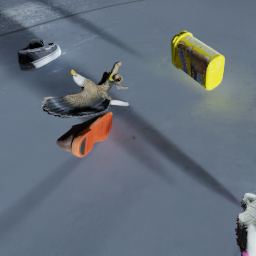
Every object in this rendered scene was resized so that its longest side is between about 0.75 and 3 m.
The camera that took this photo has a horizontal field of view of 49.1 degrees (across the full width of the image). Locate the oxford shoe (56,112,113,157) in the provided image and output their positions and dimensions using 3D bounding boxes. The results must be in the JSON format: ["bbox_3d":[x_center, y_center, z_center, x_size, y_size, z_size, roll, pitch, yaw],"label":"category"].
[{"bbox_3d":[-0.941,0.013,6.644,0.688,0.676,1.898,13,24,19],"label":"oxford shoe"}]

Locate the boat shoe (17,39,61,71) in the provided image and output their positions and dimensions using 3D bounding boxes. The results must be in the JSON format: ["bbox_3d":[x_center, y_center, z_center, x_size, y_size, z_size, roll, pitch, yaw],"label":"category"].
[{"bbox_3d":[-3.114,-2.742,9.845,0.853,0.806,2.379,2,30,16],"label":"boat shoe"}]

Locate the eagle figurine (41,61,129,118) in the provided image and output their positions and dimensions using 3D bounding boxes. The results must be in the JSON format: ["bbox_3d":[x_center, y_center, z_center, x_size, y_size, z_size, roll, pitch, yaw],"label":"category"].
[{"bbox_3d":[-1.030,-0.743,6.730,1.449,1.457,1.921,38,73,28],"label":"eagle figurine"}]

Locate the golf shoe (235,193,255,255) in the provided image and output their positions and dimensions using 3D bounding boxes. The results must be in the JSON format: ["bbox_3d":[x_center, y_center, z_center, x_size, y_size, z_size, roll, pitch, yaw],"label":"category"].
[{"bbox_3d":[2.217,1.594,4.673,0.683,0.562,1.493,-15,19,35],"label":"golf shoe"}]

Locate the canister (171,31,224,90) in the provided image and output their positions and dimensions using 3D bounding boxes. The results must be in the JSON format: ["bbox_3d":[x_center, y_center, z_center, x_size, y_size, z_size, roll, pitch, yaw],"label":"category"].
[{"bbox_3d":[2.091,-2.050,8.519,0.717,1.230,1.656,-31,52,-12],"label":"canister"}]
